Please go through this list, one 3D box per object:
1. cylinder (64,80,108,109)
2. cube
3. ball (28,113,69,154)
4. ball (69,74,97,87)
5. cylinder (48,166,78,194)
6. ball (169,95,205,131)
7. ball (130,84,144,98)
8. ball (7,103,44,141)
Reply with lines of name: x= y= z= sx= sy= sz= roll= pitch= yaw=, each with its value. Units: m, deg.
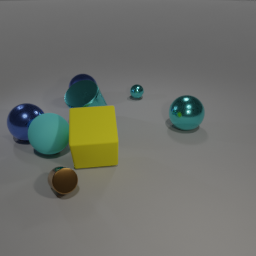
cylinder: x=-1.620 y=-0.957 z=11.235 sx=1.400 sy=1.400 sz=1.400 roll=-8 pitch=56 yaw=12
cube: x=-1.063 y=0.292 z=8.822 sx=1.400 sy=1.400 sz=1.400 roll=-4 pitch=54 yaw=-6
ball: x=-2.655 y=0.189 z=9.495 sx=1.400 sy=1.400 sz=1.400 roll=0 pitch=28 yaw=0
ball: x=-2.160 y=-1.916 z=13.530 sx=1.400 sy=1.400 sz=1.400 roll=0 pitch=28 yaw=0
cylinder: x=-1.819 y=1.436 z=7.780 sx=0.700 sy=0.700 sz=0.700 roll=-15 pitch=3 yaw=-26
ball: x=2.317 y=-0.600 z=11.087 sx=1.400 sy=1.400 sz=1.400 roll=0 pitch=28 yaw=0
ball: x=0.446 y=-1.834 z=14.014 sx=0.700 sy=0.700 sz=0.700 roll=0 pitch=28 yaw=0
ball: x=-3.723 y=-0.215 z=10.349 sx=1.400 sy=1.400 sz=1.400 roll=0 pitch=28 yaw=0
